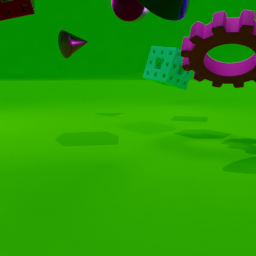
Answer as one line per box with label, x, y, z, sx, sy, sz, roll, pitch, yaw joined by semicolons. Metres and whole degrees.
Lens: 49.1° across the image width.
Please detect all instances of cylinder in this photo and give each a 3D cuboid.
cylinder;0.121;-4.398;9.973;1.167;1.167;1.167;2;20;11

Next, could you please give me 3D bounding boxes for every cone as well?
cone;0.812;-2.598;4.341;1.249;1.249;1.254;-7;-20;-34
cone;-2.112;-3.489;11.510;1.114;1.110;1.110;-19;20;-35

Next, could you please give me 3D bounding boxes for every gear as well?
gear;2.212;-1.592;6.059;2.074;0.384;2.074;11;-23;5

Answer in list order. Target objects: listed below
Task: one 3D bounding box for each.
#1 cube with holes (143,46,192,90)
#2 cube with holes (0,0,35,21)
cube with holes;1.117;-1.630;7.615;0.886;0.886;0.886;10;8;-43
cube with holes;-3.038;-3.422;6.829;1.150;1.150;1.150;-15;41;-7
